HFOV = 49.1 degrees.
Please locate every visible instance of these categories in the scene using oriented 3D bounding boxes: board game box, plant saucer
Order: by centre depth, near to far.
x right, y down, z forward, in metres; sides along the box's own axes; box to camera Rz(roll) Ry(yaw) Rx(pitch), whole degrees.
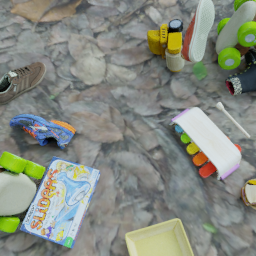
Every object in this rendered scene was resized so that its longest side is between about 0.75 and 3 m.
[{"bbox_3d":[0.896,3.466,7.517,1.636,0.396,1.636,-14,60,-8],"label":"plant saucer"},{"bbox_3d":[-1.922,2.115,8.228,1.537,0.391,2.271,16,66,7],"label":"board game box"}]

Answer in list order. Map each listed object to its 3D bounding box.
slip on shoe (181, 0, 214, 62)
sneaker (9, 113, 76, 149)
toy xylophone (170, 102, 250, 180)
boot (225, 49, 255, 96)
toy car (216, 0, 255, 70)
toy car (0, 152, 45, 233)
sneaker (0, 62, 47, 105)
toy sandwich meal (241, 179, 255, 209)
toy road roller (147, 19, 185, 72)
[{"bbox_3d":[1.495,-2.151,6.098,0.458,0.555,1.497,12,86,49],"label":"slip on shoe"},{"bbox_3d":[-2.811,0.107,8.974,2.147,0.809,0.842,11,71,7],"label":"sneaker"},{"bbox_3d":[2.659,0.291,8.935,1.887,0.647,2.577,-25,68,-11],"label":"toy xylophone"},{"bbox_3d":[4.146,-1.991,10.005,1.375,0.657,1.820,-11,65,-2],"label":"boot"},{"bbox_3d":[4.747,-3.091,9.968,2.676,2.112,2.198,18,54,-9],"label":"toy car"},{"bbox_3d":[-3.969,1.504,7.871,2.391,1.887,1.964,19,76,21],"label":"toy car"},{"bbox_3d":[-3.784,-1.687,9.757,0.767,0.822,2.177,39,71,16],"label":"sneaker"},{"bbox_3d":[3.885,1.951,8.326,1.047,0.359,1.047,0,65,0],"label":"toy sandwich meal"},{"bbox_3d":[1.367,-2.982,10.245,1.329,1.118,1.820,-2,59,12],"label":"toy road roller"}]
